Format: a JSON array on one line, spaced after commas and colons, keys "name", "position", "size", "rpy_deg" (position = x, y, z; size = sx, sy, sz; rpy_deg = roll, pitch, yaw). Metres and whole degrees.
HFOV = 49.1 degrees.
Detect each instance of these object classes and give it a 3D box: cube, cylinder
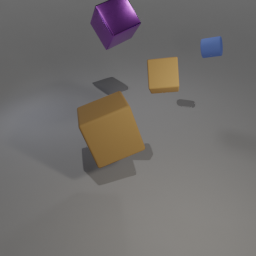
[{"name": "cube", "position": [-0.554, -4.392, 11.713], "size": [1.400, 1.400, 1.400], "rpy_deg": [-31, 2, -18]}, {"name": "cylinder", "position": [3.121, -3.006, 10.437], "size": [0.700, 0.700, 0.700], "rpy_deg": [-1, 29, 26]}, {"name": "cube", "position": [0.856, -1.248, 6.747], "size": [0.700, 0.700, 0.700], "rpy_deg": [-3, -3, 9]}, {"name": "cube", "position": [-0.510, 0.002, 7.913], "size": [1.400, 1.400, 1.400], "rpy_deg": [-22, 27, -2]}]
